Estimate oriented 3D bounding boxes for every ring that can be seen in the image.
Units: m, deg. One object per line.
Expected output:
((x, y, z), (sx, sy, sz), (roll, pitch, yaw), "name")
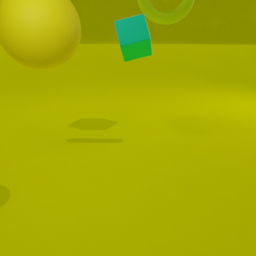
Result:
((0.944, -3.298, 6.901), (1.427, 1.427, 0.285), (0, 8, 1), "ring")

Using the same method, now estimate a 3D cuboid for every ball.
((-1.352, -1.526, 4.289), (1.246, 1.246, 1.246), (0, 18, 0), "ball")

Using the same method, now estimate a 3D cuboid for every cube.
((0.180, -2.721, 8.534), (0.909, 0.909, 0.909), (-13, -18, 4), "cube")
